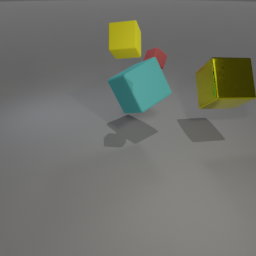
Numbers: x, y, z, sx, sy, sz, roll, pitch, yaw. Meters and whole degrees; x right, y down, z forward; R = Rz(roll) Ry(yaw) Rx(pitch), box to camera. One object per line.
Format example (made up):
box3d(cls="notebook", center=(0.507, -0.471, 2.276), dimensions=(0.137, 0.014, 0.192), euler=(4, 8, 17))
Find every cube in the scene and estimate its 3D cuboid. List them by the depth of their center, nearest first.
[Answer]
box3d(cls="cube", center=(-0.069, -2.222, 7.119), dimensions=(0.700, 0.700, 0.700), euler=(-1, -5, 12))
box3d(cls="cube", center=(3.293, -1.494, 9.633), dimensions=(1.400, 1.400, 1.400), euler=(-2, -10, -10))
box3d(cls="cube", center=(0.393, -1.455, 9.869), dimensions=(1.400, 1.400, 1.400), euler=(-34, 16, -22))
box3d(cls="cube", center=(1.202, -3.055, 12.499), dimensions=(0.700, 0.700, 0.700), euler=(29, -20, -36))
